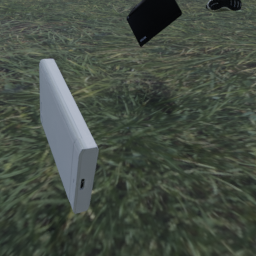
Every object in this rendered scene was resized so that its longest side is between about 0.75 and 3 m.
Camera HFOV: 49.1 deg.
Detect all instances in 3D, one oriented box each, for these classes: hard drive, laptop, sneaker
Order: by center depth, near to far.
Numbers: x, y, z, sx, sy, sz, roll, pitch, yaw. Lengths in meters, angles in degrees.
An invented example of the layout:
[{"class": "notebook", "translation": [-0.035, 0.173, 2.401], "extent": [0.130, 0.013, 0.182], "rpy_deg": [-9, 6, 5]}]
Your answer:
[{"class": "hard drive", "translation": [-1.043, 0.063, 4.517], "extent": [0.285, 1.432, 2.171], "rpy_deg": [-10, 46, -26]}, {"class": "sneaker", "translation": [2.156, -2.776, 6.311], "extent": [0.834, 0.308, 0.331], "rpy_deg": [-3, 12, -7]}, {"class": "laptop", "translation": [0.876, -3.832, 9.188], "extent": [1.666, 0.971, 1.880], "rpy_deg": [-31, 24, 30]}]
